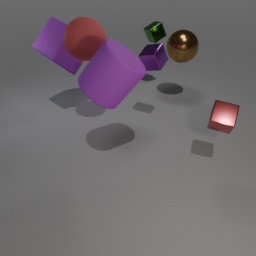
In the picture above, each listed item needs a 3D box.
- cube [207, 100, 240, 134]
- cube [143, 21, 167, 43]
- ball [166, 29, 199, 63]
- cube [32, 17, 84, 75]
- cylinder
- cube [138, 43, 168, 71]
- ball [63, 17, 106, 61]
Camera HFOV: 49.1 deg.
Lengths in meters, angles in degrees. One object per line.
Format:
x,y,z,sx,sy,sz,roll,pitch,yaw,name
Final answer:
2.825,-0.321,8.350,0.700,0.700,0.700,16,75,13,cube
1.279,-4.539,13.249,0.700,0.700,0.700,-34,33,-6,cube
2.381,-3.565,12.241,1.400,1.400,1.400,0,32,0,ball
-2.540,-3.185,10.952,1.400,1.400,1.400,35,2,30,cube
-0.454,-1.487,7.820,1.400,1.400,1.400,33,28,-20,cylinder
0.925,-2.552,10.122,0.700,0.700,0.700,7,51,37,cube
-1.424,-2.935,9.275,1.400,1.400,1.400,0,32,0,ball
